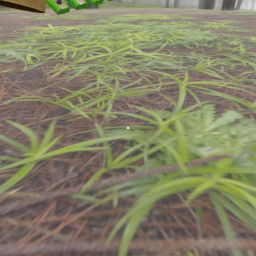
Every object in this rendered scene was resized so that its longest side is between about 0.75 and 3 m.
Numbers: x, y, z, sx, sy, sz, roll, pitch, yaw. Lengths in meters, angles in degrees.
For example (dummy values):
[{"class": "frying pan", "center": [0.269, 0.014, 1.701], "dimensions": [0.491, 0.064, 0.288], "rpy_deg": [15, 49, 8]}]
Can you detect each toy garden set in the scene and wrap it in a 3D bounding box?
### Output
[{"class": "toy garden set", "center": [-1.646, -4.284, 8.171], "dimensions": [2.239, 0.447, 1.866], "rpy_deg": [-33, 73, -34]}]

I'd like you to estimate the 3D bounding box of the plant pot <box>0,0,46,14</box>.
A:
[{"class": "plant pot", "center": [-2.445, -3.468, 5.960], "dimensions": [1.539, 1.651, 1.539], "rpy_deg": [11, 14, -3]}]
